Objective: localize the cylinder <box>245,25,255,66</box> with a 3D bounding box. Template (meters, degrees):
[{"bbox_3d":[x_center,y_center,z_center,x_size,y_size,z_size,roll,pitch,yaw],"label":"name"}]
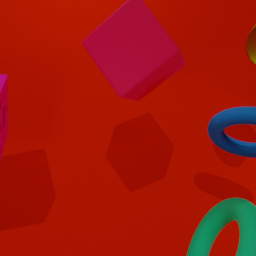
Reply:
[{"bbox_3d":[2.846,-1.580,5.375,0.937,0.937,0.937,7,101,35],"label":"cylinder"}]

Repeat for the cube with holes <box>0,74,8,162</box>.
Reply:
[{"bbox_3d":[-3.037,-0.233,5.234,1.330,1.330,1.330,3,115,-18],"label":"cube with holes"}]

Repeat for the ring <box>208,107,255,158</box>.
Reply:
[{"bbox_3d":[2.466,0.127,5.698,1.651,1.651,0.330,18,63,4],"label":"ring"}]

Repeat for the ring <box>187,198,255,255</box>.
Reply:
[{"bbox_3d":[1.440,1.910,4.313,0.357,1.783,1.783,29,80,-4],"label":"ring"}]

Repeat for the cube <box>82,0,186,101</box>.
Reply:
[{"bbox_3d":[0.172,-1.388,5.246,1.256,1.256,1.256,-37,83,15],"label":"cube"}]
